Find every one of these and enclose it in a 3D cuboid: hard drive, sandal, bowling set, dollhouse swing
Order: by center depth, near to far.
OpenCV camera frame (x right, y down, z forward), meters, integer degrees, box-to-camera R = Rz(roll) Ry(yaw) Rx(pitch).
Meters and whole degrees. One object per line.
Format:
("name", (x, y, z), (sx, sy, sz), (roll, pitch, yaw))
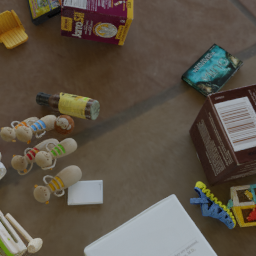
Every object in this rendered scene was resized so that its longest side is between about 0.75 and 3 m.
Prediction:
("bowling set", (-2.498, 0.407, 7.951), (2.901, 2.019, 1.557), (45, 47, 16))
("sandal", (2.417, 2.344, 8.186), (0.679, 0.620, 1.560), (-40, 64, -11))
("hard drive", (-1.298, 1.969, 8.557), (1.046, 0.140, 0.690), (-2, 66, -1))
("dollhouse swing", (-4.531, -3.755, 10.694), (1.069, 0.971, 0.940), (-33, 49, -14))

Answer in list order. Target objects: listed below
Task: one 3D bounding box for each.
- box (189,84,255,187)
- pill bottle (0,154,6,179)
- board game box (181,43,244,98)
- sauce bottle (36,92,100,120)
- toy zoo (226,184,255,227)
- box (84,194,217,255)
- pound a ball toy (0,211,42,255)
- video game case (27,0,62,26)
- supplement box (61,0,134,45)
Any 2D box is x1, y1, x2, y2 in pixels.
("box", (3.234, 0.247, 8.042), (2.015, 2.454, 2.036), (-14, 68, -6))
("pill bottle", (-4.643, 0.762, 8.549), (1.129, 1.129, 2.039), (-38, 72, -15))
("board game box", (3.099, -2.098, 10.263), (1.354, 0.282, 2.002), (40, 72, 16))
("sauce bottle", (-2.056, -0.801, 9.356), (2.208, 0.714, 0.714), (13, 67, 16))
("toy zoo", (3.833, 2.290, 8.391), (1.786, 0.183, 1.171), (-6, 67, -3))
("box", (0.604, 3.336, 6.617), (2.431, 2.419, 2.083), (-29, 61, -13))
("pound a ball toy", (-3.384, 2.838, 7.682), (1.402, 0.914, 2.150), (-45, 75, 0))
("video game case", (-2.987, -5.832, 11.469), (2.568, 0.362, 2.842), (-22, 67, 9))
("supplement box", (-1.144, -4.107, 10.116), (2.439, 1.596, 1.258), (5, 71, -12))
